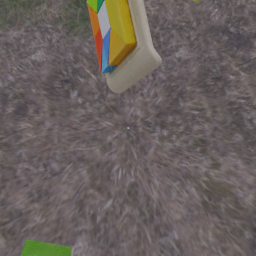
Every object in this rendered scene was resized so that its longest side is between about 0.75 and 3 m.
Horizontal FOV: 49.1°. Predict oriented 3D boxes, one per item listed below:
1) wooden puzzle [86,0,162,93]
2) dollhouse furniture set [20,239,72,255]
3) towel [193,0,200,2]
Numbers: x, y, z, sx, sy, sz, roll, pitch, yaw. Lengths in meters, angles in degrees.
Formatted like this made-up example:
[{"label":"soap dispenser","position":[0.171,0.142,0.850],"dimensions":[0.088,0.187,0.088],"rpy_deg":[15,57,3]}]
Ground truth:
[{"label":"wooden puzzle","position":[-0.293,-1.952,5.123],"dimensions":[0.438,2.176,2.352],"rpy_deg":[-16,89,-21]},{"label":"dollhouse furniture set","position":[-0.714,1.648,1.996],"dimensions":[0.740,0.572,1.481],"rpy_deg":[12,57,-2]},{"label":"towel","position":[1.703,-4.432,6.883],"dimensions":[1.006,0.211,2.338],"rpy_deg":[-21,101,14]}]
